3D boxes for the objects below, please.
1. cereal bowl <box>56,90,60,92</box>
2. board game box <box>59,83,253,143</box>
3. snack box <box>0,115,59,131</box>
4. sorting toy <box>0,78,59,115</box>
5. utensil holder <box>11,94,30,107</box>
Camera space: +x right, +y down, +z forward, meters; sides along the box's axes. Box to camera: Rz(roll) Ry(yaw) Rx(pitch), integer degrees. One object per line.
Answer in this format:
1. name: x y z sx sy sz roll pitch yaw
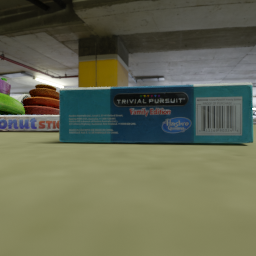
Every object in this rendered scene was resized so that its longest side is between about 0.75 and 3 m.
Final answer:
1. cereal bowl: -2.881 -0.773 12.494 2.167 0.902 2.167 -4 43 3
2. board game box: 0.348 -0.124 3.208 1.544 0.480 2.045 0 1 10
3. snack box: -2.069 -0.096 5.904 2.793 0.340 1.004 0 1 9
4. sorting toy: -2.815 -0.769 7.034 1.781 1.216 2.963 -5 -13 31
5. utensil holder: -3.497 -0.452 8.286 1.203 1.022 1.022 -2 0 10
